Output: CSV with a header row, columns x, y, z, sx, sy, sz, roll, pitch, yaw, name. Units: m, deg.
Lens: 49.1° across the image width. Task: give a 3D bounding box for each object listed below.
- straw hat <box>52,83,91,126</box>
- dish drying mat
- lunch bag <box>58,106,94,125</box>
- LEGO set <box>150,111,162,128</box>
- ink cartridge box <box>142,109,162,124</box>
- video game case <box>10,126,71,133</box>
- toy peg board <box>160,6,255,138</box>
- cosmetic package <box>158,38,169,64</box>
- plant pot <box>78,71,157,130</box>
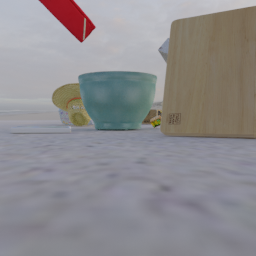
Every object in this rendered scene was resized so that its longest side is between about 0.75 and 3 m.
x,y,z,sx,sy,sz,roll,pitch,yaw,name
-2.133,-0.754,12.607,2.864,1.212,2.864,-3,-24,-1,straw hat
-1.746,-3.377,8.245,1.927,0.740,0.175,39,10,-50,dish drying mat
-2.796,-0.785,15.393,1.703,1.277,2.008,2,-8,-1,lunch bag
1.969,-0.230,9.567,2.440,0.908,1.122,-4,-33,4,LEGO set
1.107,-0.692,17.180,2.411,0.906,1.986,1,1,31,ink cartridge box
-2.147,0.037,7.131,1.364,0.150,1.244,0,2,-12,video game case
2.176,-0.952,5.745,2.549,2.560,1.252,0,-16,28,toy peg board
2.053,-2.847,11.622,0.904,0.763,1.692,38,-6,40,cosmetic package
-0.313,-0.765,8.759,2.449,1.641,2.449,0,2,0,plant pot
